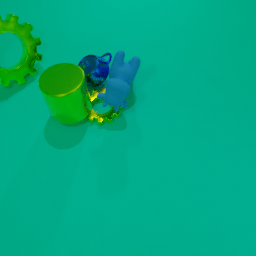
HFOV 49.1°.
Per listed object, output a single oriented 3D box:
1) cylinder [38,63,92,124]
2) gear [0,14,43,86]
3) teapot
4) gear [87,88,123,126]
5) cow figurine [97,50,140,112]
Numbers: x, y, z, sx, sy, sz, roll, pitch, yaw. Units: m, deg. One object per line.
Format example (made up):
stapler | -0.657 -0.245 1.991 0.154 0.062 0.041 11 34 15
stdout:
cylinder | -1.580 -0.879 7.213 1.145 1.145 1.145 -1 56 2
gear | -3.339 -2.147 7.769 0.352 1.902 1.902 25 61 41
teapot | -1.084 -1.659 8.035 1.534 0.751 0.954 -33 61 12
gear | -0.725 -0.608 7.853 1.129 0.209 1.129 0 60 0
cow figurine | -0.241 -1.263 7.673 0.887 1.616 1.590 20 93 -7
